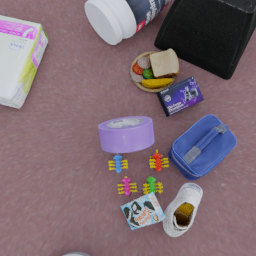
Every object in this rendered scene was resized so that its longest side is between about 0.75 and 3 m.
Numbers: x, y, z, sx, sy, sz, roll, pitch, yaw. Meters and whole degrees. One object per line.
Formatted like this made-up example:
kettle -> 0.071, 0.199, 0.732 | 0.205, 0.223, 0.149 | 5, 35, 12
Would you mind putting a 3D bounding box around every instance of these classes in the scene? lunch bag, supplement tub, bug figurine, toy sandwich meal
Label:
lunch bag -> 2.178, 0.533, 8.072 | 1.867, 1.235, 1.269 | -40, 77, -11
supplement tub -> 0.046, -4.151, 9.250 | 2.554, 1.792, 1.792 | -42, 77, -11
bug figurine -> 0.308, 1.326, 8.246 | 1.746, 0.449, 1.354 | -1, 78, -4
toy sandwich meal -> 0.900, -1.945, 9.200 | 1.673, 0.573, 1.673 | 0, 73, 0

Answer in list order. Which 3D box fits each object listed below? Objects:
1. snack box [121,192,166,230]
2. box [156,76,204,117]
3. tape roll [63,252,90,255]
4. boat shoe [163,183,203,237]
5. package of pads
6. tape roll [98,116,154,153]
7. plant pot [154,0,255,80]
snack box -> 0.380, 2.261, 7.566 | 0.232, 1.253, 0.728 | -17, 76, -45
box -> 1.625, -0.990, 8.804 | 1.213, 0.478, 0.856 | -26, 90, -6
tape roll -> -1.420, 4.170, 7.287 | 1.702, 0.562, 1.702 | 0, 72, 0
boat shoe -> 1.316, 2.292, 7.114 | 0.724, 2.043, 0.713 | 24, 40, 8
package of pads -> -4.038, -2.203, 9.079 | 2.205, 0.973, 2.854 | 15, 74, 6
tape roll -> -0.039, 0.147, 7.720 | 1.494, 1.494, 0.635 | -8, 103, -3
plant pot -> 2.788, -3.772, 8.746 | 2.888, 2.568, 2.895 | 27, 76, 9
